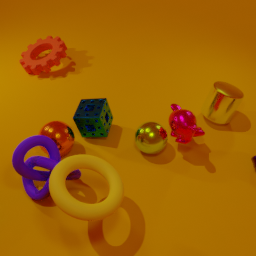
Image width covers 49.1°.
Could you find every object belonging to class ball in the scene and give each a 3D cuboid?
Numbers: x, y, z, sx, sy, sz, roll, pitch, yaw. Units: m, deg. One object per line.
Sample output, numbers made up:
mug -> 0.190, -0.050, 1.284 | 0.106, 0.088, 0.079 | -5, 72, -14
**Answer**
ball -> -2.028, 0.298, 7.943 | 1.022, 1.022, 1.022 | 0, 47, 0
ball -> 0.661, 0.270, 8.004 | 0.949, 0.949, 0.949 | 0, 47, 0

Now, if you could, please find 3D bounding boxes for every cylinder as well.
cylinder -> 2.954, -0.799, 8.818 | 0.999, 0.999, 0.999 | 12, 36, -9

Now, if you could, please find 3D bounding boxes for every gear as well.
gear -> -3.329, -2.886, 11.031 | 1.865, 0.345, 1.865 | -9, 53, 13

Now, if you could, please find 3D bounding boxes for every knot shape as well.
knot shape -> -2.136, 1.105, 6.965 | 1.688, 1.579, 0.780 | 35, 26, -15

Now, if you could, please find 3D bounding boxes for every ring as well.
ring -> -0.857, 1.224, 5.990 | 1.626, 0.325, 1.626 | 15, 39, -13

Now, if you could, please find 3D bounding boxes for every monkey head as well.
monkey head -> 1.666, -0.100, 7.753 | 1.064, 0.891, 1.479 | -6, 33, -17

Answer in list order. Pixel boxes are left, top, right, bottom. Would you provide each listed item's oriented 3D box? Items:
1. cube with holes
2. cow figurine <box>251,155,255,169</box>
cube with holes -> -1.021, -0.302, 8.428 | 0.833, 0.833, 0.833 | -1, 46, 17
cow figurine -> 3.848, 0.822, 7.611 | 0.887, 0.487, 0.873 | 12, 82, 13
